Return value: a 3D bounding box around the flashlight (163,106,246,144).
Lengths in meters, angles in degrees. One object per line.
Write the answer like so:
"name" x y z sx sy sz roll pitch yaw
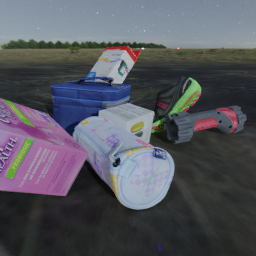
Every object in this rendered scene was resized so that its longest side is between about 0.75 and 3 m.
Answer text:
"flashlight" 2.053 -0.070 7.359 2.348 0.798 0.795 -13 36 -30

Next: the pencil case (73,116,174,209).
"pencil case" -0.231 0.483 4.960 1.079 0.989 2.379 16 6 -28

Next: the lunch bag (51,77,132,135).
"lunch bag" -0.979 -0.685 8.019 2.339 1.548 1.589 6 17 21

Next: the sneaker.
"sneaker" 1.064 -0.585 7.501 0.751 1.957 0.820 18 34 -53

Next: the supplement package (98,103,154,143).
"supplement package" -0.061 -0.009 6.784 0.852 0.858 1.131 21 25 31

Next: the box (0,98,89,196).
"box" -1.842 0.200 4.384 1.795 0.868 1.579 21 11 -48

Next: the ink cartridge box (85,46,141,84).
"ink cartridge box" -0.758 -3.311 14.791 1.729 1.001 2.976 11 64 43
